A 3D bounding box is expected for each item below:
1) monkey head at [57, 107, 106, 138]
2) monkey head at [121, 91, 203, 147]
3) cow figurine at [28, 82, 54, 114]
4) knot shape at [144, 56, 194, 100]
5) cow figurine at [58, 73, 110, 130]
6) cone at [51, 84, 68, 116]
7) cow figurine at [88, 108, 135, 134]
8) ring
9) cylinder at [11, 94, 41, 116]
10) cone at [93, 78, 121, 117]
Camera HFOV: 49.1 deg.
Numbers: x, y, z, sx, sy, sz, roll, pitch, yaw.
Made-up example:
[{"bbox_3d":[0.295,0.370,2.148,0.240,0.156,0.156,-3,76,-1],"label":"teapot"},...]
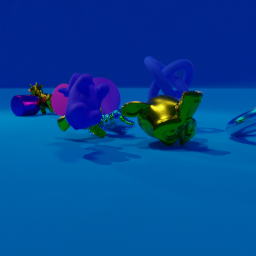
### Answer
[{"bbox_3d":[-1.163,-0.311,6.894,1.047,1.455,0.877,-32,-9,28],"label":"monkey head"},{"bbox_3d":[0.926,-0.376,6.103,1.997,1.436,1.203,-3,39,-33],"label":"monkey head"},{"bbox_3d":[-3.710,-1.357,12.378,1.438,1.415,0.789,-2,22,43],"label":"cow figurine"},{"bbox_3d":[1.099,-1.373,8.020,0.857,1.736,1.855,-19,33,56],"label":"knot shape"},{"bbox_3d":[-0.946,-0.527,5.567,0.758,1.381,1.359,26,-31,-28],"label":"cow figurine"},{"bbox_3d":[-2.166,-1.039,11.168,1.227,1.227,1.231,6,0,32],"label":"cone"},{"bbox_3d":[-0.501,-0.187,7.224,1.150,0.642,1.169,10,-20,-19],"label":"cow figurine"},{"bbox_3d":[3.197,-0.228,6.666,1.741,0.348,1.741,-16,-15,-4],"label":"ring"},{"bbox_3d":[-4.342,-0.972,11.893,0.879,0.879,0.879,5,10,31],"label":"cylinder"},{"bbox_3d":[-0.690,-0.562,8.259,1.533,1.533,1.538,-3,24,-21],"label":"cone"}]
